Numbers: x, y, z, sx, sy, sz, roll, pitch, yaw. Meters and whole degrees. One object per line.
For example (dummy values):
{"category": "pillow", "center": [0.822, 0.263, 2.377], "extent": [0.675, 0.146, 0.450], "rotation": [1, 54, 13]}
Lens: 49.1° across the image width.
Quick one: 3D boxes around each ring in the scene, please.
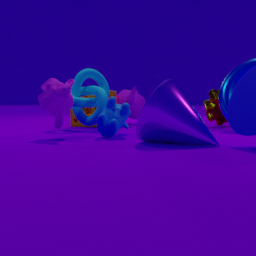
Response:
{"category": "ring", "center": [3.230, -0.813, 6.810], "extent": [1.991, 1.991, 0.398], "rotation": [3, -16, 31]}

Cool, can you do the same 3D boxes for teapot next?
{"category": "teapot", "center": [0.099, -0.897, 9.703], "extent": [1.191, 0.938, 1.915], "rotation": [22, -10, 2]}

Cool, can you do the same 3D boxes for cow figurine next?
{"category": "cow figurine", "center": [-0.318, -0.166, 6.243], "extent": [0.629, 1.147, 1.128], "rotation": [26, -35, 7]}

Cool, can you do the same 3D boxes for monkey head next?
{"category": "monkey head", "center": [-1.352, -0.604, 5.731], "extent": [0.846, 1.176, 0.709], "rotation": [-1, -21, 33]}

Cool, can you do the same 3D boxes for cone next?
{"category": "cone", "center": [2.531, -0.277, 4.551], "extent": [1.238, 1.233, 1.233], "rotation": [19, -2, -19]}
{"category": "cone", "center": [1.032, -0.014, 4.922], "extent": [1.284, 1.279, 1.279], "rotation": [32, 20, 25]}

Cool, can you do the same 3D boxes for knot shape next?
{"category": "knot shape", "center": [-1.106, -0.929, 7.590], "extent": [1.633, 1.528, 0.754], "rotation": [23, -31, 16]}

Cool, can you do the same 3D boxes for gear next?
{"category": "gear", "center": [3.319, -0.785, 8.380], "extent": [2.028, 0.375, 2.028], "rotation": [-6, -33, -4]}

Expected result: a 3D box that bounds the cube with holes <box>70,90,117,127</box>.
{"category": "cube with holes", "center": [-1.084, -0.628, 8.961], "extent": [1.105, 1.105, 1.105], "rotation": [1, 5, 21]}
